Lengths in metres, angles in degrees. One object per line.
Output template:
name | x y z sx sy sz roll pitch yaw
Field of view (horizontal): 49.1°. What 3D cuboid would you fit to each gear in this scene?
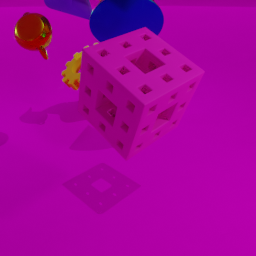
gear | -1.255 -1.858 8.402 1.616 0.299 1.616 -20 47 22

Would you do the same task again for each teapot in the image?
teapot | -2.331 -2.385 7.019 0.946 1.521 0.745 -25 -11 2

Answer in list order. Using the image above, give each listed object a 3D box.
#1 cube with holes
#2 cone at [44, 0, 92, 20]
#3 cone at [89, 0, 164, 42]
cube with holes | 0.113 -0.505 3.989 1.140 1.140 1.140 -31 64 -32
cone | -1.196 -3.010 6.841 1.192 1.188 1.188 47 39 6
cone | -0.060 -2.373 5.096 1.293 1.293 1.298 -2 68 -4
